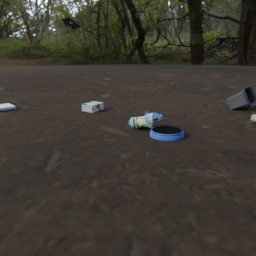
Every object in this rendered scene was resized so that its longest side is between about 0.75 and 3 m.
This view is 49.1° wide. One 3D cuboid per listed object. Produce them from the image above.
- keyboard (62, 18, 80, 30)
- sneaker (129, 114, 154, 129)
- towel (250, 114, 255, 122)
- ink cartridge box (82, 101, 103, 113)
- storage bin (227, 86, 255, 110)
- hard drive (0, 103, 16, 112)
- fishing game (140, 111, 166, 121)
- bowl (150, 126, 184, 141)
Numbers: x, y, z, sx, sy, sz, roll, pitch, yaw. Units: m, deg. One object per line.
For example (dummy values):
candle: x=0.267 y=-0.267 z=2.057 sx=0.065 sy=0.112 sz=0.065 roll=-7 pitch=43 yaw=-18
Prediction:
keyboard: x=-2.204 y=-3.923 z=10.546 sx=0.469 sy=0.100 sz=0.781 roll=-27 pitch=56 yaw=-33
sneaker: x=0.422 y=-0.188 z=9.099 sx=0.764 sy=0.465 sz=1.170 roll=-4 pitch=-7 yaw=-5
towel: x=6.120 y=-0.211 z=9.302 sx=2.850 sy=0.511 sz=2.960 roll=-4 pitch=16 yaw=-15
ink cartridge box: x=-1.520 y=-0.914 z=12.093 sx=0.577 sy=0.333 sz=0.796 roll=10 pitch=18 yaw=30
storage bin: x=5.049 y=-1.214 z=12.384 sx=0.901 sy=0.977 sz=1.342 roll=-23 pitch=-2 yaw=40
hard drive: x=-5.744 y=-0.849 z=12.152 sx=1.389 sy=0.176 sz=0.916 roll=-13 pitch=21 yaw=-39
fishing game: x=0.990 y=-0.460 z=10.868 sx=1.006 sy=0.156 sz=0.721 roll=22 pitch=26 yaw=37
bowl: x=1.193 y=0.146 z=8.602 sx=1.048 sy=0.206 sz=1.048 roll=0 pitch=16 yaw=0
